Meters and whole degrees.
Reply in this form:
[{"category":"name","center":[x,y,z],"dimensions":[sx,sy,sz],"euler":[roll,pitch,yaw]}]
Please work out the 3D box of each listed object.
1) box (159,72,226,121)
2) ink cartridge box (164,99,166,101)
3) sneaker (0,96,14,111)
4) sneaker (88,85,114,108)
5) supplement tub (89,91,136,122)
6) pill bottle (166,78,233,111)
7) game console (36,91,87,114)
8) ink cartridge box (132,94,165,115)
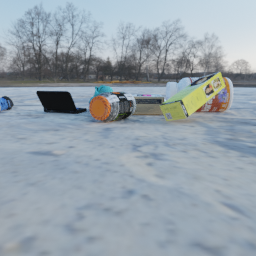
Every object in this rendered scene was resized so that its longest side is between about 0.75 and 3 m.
[{"category":"box","center":[2.201,-1.080,9.348],"dimensions":[2.464,0.617,0.927],"euler":[-36,17,-35]},{"category":"ink cartridge box","center":[1.825,-1.303,14.570],"dimensions":[1.271,0.300,1.018],"euler":[16,17,38]},{"category":"sneaker","center":[-5.302,-1.033,11.848],"dimensions":[0.926,0.639,1.664],"euler":[-16,11,-31]},{"category":"sneaker","center":[-0.995,-1.197,11.402],"dimensions":[1.070,1.100,2.762],"euler":[-3,7,-17]},{"category":"supplement tub","center":[-0.495,-0.708,9.162],"dimensions":[0.945,0.945,1.542],"euler":[6,11,31]},{"category":"pill bottle","center":[2.895,-1.376,11.611],"dimensions":[2.513,1.410,1.410],"euler":[-1,10,-2]},{"category":"game console","center":[-2.649,-1.078,11.343],"dimensions":[1.572,0.915,1.383],"euler":[4,11,21]},{"category":"ink cartridge box","center":[0.614,-0.984,11.369],"dimensions":[1.577,0.719,1.915],"euler":[-1,9,1]}]
